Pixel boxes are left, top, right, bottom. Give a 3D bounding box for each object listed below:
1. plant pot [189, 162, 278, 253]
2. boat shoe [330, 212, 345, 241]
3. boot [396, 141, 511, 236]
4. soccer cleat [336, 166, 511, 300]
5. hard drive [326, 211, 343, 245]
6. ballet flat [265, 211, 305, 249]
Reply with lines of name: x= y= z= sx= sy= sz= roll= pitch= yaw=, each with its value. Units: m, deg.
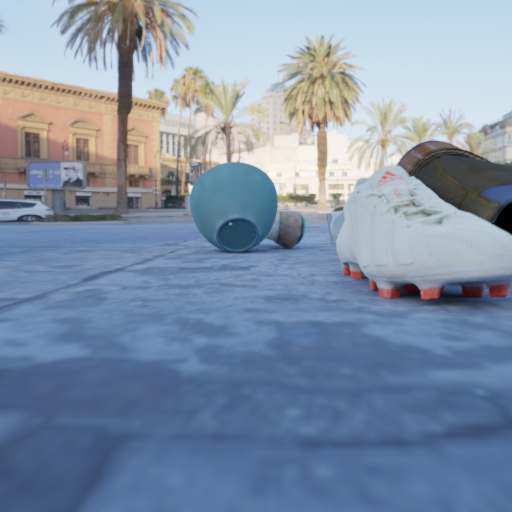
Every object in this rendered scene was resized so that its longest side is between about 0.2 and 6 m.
plant pot: x=-0.411 y=-0.769 z=11.222 sx=1.835 sy=1.835 sz=1.236 roll=0 pitch=39 yaw=-7
boat shoe: x=2.534 y=-0.546 z=10.972 sx=2.348 sy=0.867 sz=1.001 roll=-9 pitch=-11 yaw=-8
boot: x=3.624 y=-0.259 z=6.691 sx=3.800 sy=1.420 sz=1.842 roll=12 pitch=21 yaw=-13
soccer cleat: x=1.470 y=-0.302 z=5.644 sx=1.133 sy=1.269 sz=3.271 roll=-1 pitch=4 yaw=-7
hard drive: x=2.313 y=-0.770 z=14.859 sx=0.167 sy=0.827 sz=1.254 roll=-8 pitch=2 yaw=38
ballet flat: x=0.426 y=-0.647 z=13.076 sx=0.878 sy=0.889 sz=2.611 roll=5 pitch=1 yaw=-10
